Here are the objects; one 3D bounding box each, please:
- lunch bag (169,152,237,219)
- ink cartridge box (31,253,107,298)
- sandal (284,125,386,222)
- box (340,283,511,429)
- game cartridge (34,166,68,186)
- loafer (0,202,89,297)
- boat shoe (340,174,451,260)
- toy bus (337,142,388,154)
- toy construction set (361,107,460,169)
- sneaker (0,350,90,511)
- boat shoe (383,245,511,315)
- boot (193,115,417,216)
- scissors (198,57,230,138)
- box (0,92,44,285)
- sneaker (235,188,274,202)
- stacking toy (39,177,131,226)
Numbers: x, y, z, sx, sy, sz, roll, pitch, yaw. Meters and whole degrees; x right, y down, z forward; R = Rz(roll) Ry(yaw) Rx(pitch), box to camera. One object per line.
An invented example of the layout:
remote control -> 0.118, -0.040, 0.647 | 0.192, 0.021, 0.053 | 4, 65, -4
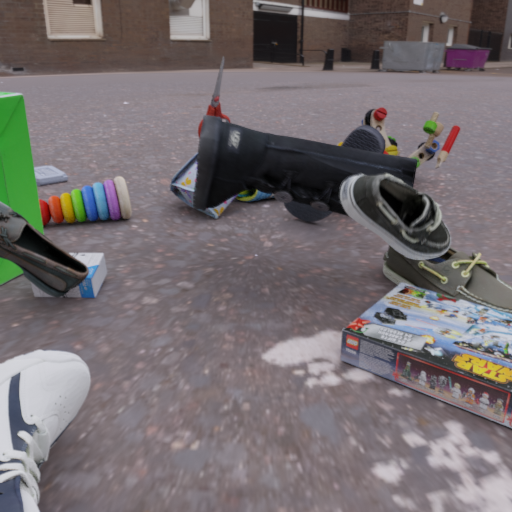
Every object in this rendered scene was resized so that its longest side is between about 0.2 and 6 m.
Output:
lunch bag -> -1.138, -1.832, 12.884 | 1.466, 1.099, 1.729 | -47, 38, -12
ink cartridge box -> -3.054, 0.314, 9.174 | 1.013, 0.435, 0.742 | 1, 33, 1
sandal -> 1.664, -1.619, 11.650 | 2.694, 1.024, 0.577 | -39, 2, 38
box -> 2.622, 1.188, 7.100 | 2.577, 0.514, 1.764 | 17, 29, 35
game cartridge -> -5.880, -2.218, 15.500 | 0.896, 0.272, 1.344 | -13, 26, -35
loafer -> -3.304, -0.254, 7.921 | 0.681, 2.164, 0.778 | -25, 40, 25
boat shoe -> 2.022, -0.471, 7.328 | 2.098, 0.742, 0.668 | 21, -16, -36
toy bus -> 2.379, -1.603, 12.887 | 2.163, 2.041, 1.118 | 19, 73, 39
toy construction set -> 3.684, -2.493, 14.536 | 2.241, 2.065, 2.688 | 35, -14, -32
sneaker -> -1.928, 1.954, 4.520 | 1.871, 1.147, 2.875 | 13, 26, 24
boat shoe -> 3.064, 0.309, 8.744 | 1.015, 0.849, 2.841 | -12, 26, -26
boot -> 0.651, -1.178, 9.357 | 3.293, 1.081, 2.714 | 9, -9, -6
scissors -> -0.910, -3.149, 11.687 | 0.823, 2.251, 0.157 | -31, 70, -14
box -> -5.289, -1.230, 9.588 | 2.678, 3.035, 1.467 | 9, 24, 23
sneaker -> -0.226, -2.107, 14.243 | 1.695, 1.033, 2.596 | -13, 25, -29
stacking toy -> -3.877, -1.069, 12.087 | 2.221, 0.948, 0.948 | -13, 26, -15
